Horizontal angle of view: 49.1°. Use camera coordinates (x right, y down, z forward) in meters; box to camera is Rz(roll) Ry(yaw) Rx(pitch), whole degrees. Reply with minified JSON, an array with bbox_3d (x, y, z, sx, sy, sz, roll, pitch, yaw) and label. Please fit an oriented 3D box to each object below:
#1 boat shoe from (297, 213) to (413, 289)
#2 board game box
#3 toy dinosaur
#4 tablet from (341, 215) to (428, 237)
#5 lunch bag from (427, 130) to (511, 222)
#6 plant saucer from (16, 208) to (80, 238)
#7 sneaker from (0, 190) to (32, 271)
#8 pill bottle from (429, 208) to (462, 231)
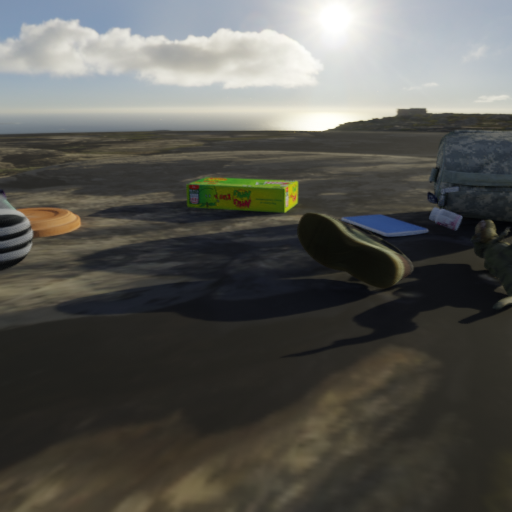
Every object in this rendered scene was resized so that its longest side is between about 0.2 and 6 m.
[{"bbox_3d":[1.468,-0.096,8.504,0.655,0.712,1.993,-1,24,-43],"label":"boat shoe"},{"bbox_3d":[-0.335,-1.556,14.113,2.529,0.602,1.285,5,16,17],"label":"board game box"},{"bbox_3d":[3.924,0.009,8.156,1.307,0.704,2.965,-28,10,22],"label":"toy dinosaur"},{"bbox_3d":[2.666,-0.641,11.771,1.088,0.114,1.672,-6,18,-23],"label":"tablet"},{"bbox_3d":[5.264,-1.748,12.175,2.848,1.984,2.388,6,13,17],"label":"lunch bag"},{"bbox_3d":[-4.708,-0.722,11.706,1.963,0.317,1.963,0,15,0],"label":"plant saucer"},{"bbox_3d":[-4.901,-0.213,7.578,3.321,1.236,1.454,-11,38,-35],"label":"sneaker"},{"bbox_3d":[3.740,-0.740,11.069,0.554,0.314,0.314,26,26,25],"label":"pill bottle"}]
